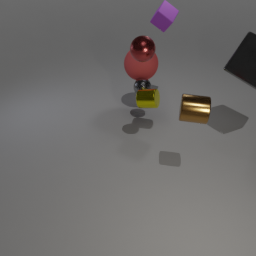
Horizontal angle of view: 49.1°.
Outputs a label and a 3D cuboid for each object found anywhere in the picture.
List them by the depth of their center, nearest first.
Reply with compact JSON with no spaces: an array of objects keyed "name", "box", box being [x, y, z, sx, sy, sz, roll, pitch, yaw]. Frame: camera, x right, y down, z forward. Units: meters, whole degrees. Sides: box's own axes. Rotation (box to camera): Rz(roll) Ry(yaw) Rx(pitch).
[{"name":"cylinder","box":[1.682,-0.484,7.094,0.700,0.700,0.700,8,34,7]},{"name":"ball","box":[0.401,-2.146,7.599,0.700,0.700,0.700,0,33,0]},{"name":"cube","box":[4.344,-2.073,9.244,1.400,1.400,1.400,6,32,-49]},{"name":"cylinder","box":[0.739,-1.076,10.275,0.700,0.700,0.700,1,31,24]},{"name":"cube","box":[1.407,-4.315,10.844,0.700,0.700,0.700,33,65,-12]},{"name":"ball","box":[0.564,-1.594,10.891,0.700,0.700,0.700,0,33,0]},{"name":"ball","box":[0.534,-2.623,11.411,1.400,1.400,1.400,0,33,0]}]
